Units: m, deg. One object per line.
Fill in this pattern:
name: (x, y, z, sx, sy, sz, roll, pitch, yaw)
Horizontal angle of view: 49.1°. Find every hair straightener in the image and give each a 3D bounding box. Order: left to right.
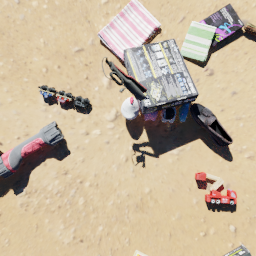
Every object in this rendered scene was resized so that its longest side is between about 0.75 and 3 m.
hair straightener: (-0.133, -1.581, 9.369, 0.420, 0.790, 2.053, -23, 129, 35)

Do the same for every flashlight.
flashlight: (-3.908, 0.896, 11.185, 2.838, 0.964, 0.961, -30, 116, -2)

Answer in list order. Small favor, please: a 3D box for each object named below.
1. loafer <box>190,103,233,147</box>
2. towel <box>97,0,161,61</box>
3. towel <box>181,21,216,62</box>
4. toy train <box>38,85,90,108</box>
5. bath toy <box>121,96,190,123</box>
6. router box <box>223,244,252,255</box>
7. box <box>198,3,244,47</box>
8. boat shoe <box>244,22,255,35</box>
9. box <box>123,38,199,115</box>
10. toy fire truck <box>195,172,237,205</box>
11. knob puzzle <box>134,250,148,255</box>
loafer: (3.381, -0.175, 11.143, 0.795, 0.696, 2.211, -44, 100, -19)
towel: (0.060, -4.095, 11.666, 1.665, 0.340, 2.275, 45, 88, 1)
towel: (2.895, -3.574, 11.585, 1.105, 0.169, 1.448, 19, 99, 8)
toy train: (-2.660, -1.275, 11.558, 2.226, 0.380, 0.510, 18, 100, 0)
bath toy: (1.070, -0.895, 11.160, 2.675, 0.989, 1.163, 1, 49, -5)
router box: (4.047, 6.171, 11.018, 2.587, 0.804, 1.938, -30, 88, -1)
box: (3.864, -4.295, 11.697, 1.609, 0.290, 1.150, -33, 88, -1)
boat shoe: (5.316, -4.060, 11.691, 1.045, 0.376, 0.353, 22, 121, -7)
box: (1.218, -2.058, 10.911, 2.203, 0.671, 2.733, -15, 69, -10)
toy fire truck: (3.576, 2.433, 11.366, 1.692, 0.412, 1.193, 4, 88, 0)
knob puzzle: (0.781, 6.022, 11.093, 1.966, 0.273, 1.966, -2, 83, 12)
